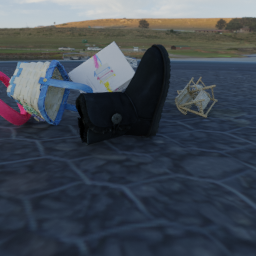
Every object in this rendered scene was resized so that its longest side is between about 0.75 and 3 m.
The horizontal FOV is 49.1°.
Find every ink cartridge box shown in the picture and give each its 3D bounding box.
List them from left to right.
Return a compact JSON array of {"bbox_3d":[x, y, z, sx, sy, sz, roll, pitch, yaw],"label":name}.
[{"bbox_3d":[-0.675,-1.730,9.176,2.033,1.273,1.307,-35,1,1],"label":"ink cartridge box"}]

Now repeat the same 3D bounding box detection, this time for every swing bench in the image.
[{"bbox_3d":[2.643,-1.572,11.404,0.914,0.593,0.909,-41,-13,36],"label":"swing bench"},{"bbox_3d":[2.451,-1.019,10.051,1.136,0.737,1.130,9,40,36],"label":"swing bench"}]

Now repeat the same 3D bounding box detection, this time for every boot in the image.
[{"bbox_3d":[-0.158,-0.779,6.788,2.092,2.490,0.951,-5,28,-25],"label":"boot"}]

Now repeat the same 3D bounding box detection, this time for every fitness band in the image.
[{"bbox_3d":[-3.746,-0.936,8.761,0.454,1.740,2.423,-35,21,0],"label":"fitness band"}]

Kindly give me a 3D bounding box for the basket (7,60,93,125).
[{"bbox_3d":[-2.054,-0.948,8.282,2.378,1.654,2.097,7,-17,7],"label":"basket"}]
